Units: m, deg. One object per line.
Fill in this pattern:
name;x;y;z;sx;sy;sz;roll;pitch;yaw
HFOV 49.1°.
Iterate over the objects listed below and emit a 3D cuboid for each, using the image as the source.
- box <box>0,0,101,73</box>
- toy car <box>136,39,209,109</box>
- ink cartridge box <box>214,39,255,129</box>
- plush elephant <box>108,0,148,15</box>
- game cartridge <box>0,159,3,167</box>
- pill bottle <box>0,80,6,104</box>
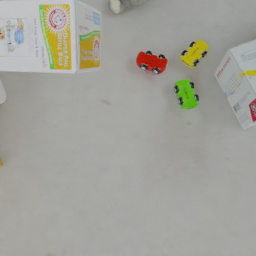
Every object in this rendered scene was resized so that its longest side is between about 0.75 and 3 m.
box;-1.190;-1.127;3.542;1.552;0.873;0.787;5;105;14
toy car;1.309;-1.276;7.224;1.947;0.434;1.832;-14;74;-3
ink cartridge box;3.126;-1.090;6.726;1.242;1.248;1.717;-21;74;-6
plush elephant;0.410;-4.522;7.409;2.533;1.961;2.086;-7;73;-2
game cartridge;-4.041;1.077;5.642;2.335;2.058;0.379;-29;77;-9
pill bottle;-4.378;-0.727;6.515;2.570;1.495;1.495;-27;75;-7
